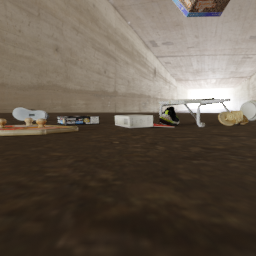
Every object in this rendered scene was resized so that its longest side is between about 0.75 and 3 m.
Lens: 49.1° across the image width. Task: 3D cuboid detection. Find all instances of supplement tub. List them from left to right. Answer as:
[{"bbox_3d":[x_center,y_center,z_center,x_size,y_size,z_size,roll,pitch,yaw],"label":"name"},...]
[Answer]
[{"bbox_3d":[6.527,-0.908,14.422,1.427,1.032,1.032,-3,5,-39],"label":"supplement tub"}]

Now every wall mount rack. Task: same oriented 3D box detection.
[{"bbox_3d":[2.616,-0.577,10.374,2.505,1.075,2.883,-8,8,-41],"label":"wall mount rack"}]

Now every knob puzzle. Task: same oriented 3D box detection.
[{"bbox_3d":[-2.831,-0.068,7.104,2.574,0.357,2.574,0,4,0],"label":"knob puzzle"}]

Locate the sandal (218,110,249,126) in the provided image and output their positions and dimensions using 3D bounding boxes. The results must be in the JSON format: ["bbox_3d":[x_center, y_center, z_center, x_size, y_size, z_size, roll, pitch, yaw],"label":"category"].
[{"bbox_3d":[3.855,-0.443,9.862,1.615,0.592,0.531,2,-32,-37],"label":"sandal"}]

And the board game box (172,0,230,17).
[{"bbox_3d":[2.038,-3.621,6.841,1.261,0.766,1.582,-14,-28,-28],"label":"board game box"}]

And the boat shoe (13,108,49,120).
[{"bbox_3d":[-4.927,-0.681,14.331,1.877,0.656,0.622,1,-5,12],"label":"boat shoe"}]

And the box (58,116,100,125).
[{"bbox_3d":[-1.979,-0.320,11.086,1.355,0.339,1.366,-1,4,-25],"label":"box"}]

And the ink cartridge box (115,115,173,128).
[{"bbox_3d":[0.511,-0.248,9.525,1.560,0.396,1.770,-2,4,-17],"label":"ink cartridge box"}]

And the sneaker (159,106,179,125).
[{"bbox_3d":[1.585,-0.460,10.014,0.538,0.621,1.500,23,13,18],"label":"sneaker"}]
